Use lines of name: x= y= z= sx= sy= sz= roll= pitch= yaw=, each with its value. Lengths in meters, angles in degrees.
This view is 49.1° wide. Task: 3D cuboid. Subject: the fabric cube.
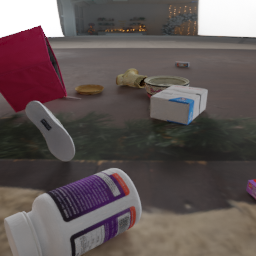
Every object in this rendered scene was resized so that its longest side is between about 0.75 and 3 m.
fabric cube: x=-4.158 y=-2.427 z=11.700 sx=2.321 sy=2.329 sz=2.285 roll=-20 pitch=59 yaw=-5

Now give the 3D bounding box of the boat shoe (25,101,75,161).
boat shoe: x=-2.232 y=0.079 z=8.233 sx=0.718 sy=1.996 sz=0.656 roll=-39 pitch=6 yaw=3

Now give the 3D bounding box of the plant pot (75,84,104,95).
plant pot: x=-2.058 y=-2.058 z=15.043 sx=1.549 sy=0.213 sz=1.549 roll=0 pitch=22 yaw=0

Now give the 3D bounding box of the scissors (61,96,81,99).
scissors: x=-3.191 y=-1.592 z=14.022 sx=2.000 sy=0.139 sz=0.732 roll=1 pitch=21 yaw=7

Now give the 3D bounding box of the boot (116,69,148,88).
boot: x=0.499 y=-2.879 z=16.244 sx=1.641 sy=0.768 sz=2.111 roll=13 pitch=27 yaw=28

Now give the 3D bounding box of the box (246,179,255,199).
box: x=3.631 y=1.647 z=6.176 sx=1.144 sy=0.327 sz=1.672 roll=-5 pitch=24 yaw=-12

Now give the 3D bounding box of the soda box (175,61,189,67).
soda box: x=4.181 y=-4.926 z=21.615 sx=1.045 sy=0.332 sz=0.358 roll=7 pitch=24 yaw=18

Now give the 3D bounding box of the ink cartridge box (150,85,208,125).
ink cartridge box: x=2.159 y=-1.036 z=11.669 sx=1.635 sy=0.952 sz=2.261 roll=14 pitch=27 yaw=29

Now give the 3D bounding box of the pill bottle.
pill bottle: x=-0.962 y=1.630 z=5.077 sx=2.206 sy=1.229 sz=1.229 roll=-16 pitch=28 yaw=-33

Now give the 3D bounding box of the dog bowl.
dog bowl: x=1.933 y=-1.991 z=14.094 sx=2.260 sy=0.833 sz=2.260 roll=-1 pitch=23 yaw=0
